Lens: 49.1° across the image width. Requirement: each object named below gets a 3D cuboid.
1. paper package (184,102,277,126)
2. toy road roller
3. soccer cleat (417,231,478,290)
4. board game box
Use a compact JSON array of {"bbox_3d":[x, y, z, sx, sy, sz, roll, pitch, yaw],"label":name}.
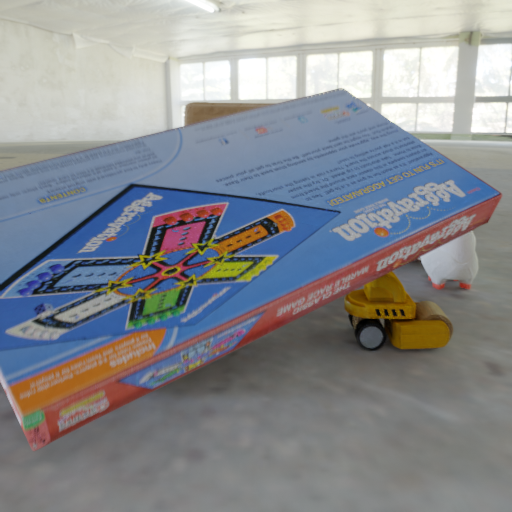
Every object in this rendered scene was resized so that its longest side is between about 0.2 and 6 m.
[{"bbox_3d":[-0.264,-1.970,12.341,2.667,2.798,1.447,2,15,3],"label":"paper package"},{"bbox_3d":[1.647,0.574,6.546,1.216,0.887,0.747,0,15,2],"label":"toy road roller"},{"bbox_3d":[2.929,-0.381,9.539,1.063,1.190,3.067,-1,15,-5],"label":"soccer cleat"},{"bbox_3d":[-0.198,-0.502,6.144,5.654,0.550,2.911,-22,50,-30],"label":"board game box"}]
